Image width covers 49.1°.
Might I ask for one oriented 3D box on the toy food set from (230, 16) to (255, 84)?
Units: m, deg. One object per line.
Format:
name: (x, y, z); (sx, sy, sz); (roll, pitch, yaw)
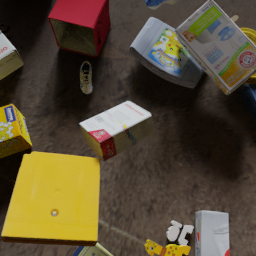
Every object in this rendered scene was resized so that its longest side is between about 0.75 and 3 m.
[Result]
toy food set: (4.253, -2.747, 10.482); (1.628, 0.904, 2.768); (-39, 77, 5)

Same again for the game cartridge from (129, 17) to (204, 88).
game cartridge: (1.596, -2.785, 10.566); (2.856, 0.578, 1.904); (30, 75, 2)

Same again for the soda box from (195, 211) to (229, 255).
soda box: (2.427, 3.698, 8.115); (0.833, 0.774, 2.441); (6, 69, 2)

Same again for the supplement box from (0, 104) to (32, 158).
supplement box: (-4.522, 0.297, 9.198); (2.205, 1.208, 1.200); (-20, 70, -8)

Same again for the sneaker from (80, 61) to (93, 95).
sneaker: (-1.568, -1.881, 10.445); (0.483, 0.487, 1.343); (-6, 70, -3)

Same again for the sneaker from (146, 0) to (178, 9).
sneaker: (0.854, -4.502, 9.103); (1.090, 1.959, 0.752); (29, 97, -28)

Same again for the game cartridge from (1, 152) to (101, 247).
game cartridge: (-1.478, 1.411, 5.881); (1.754, 0.323, 1.989); (8, 44, -10)

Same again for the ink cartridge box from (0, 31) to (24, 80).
ink cartridge box: (-5.439, -2.962, 10.559); (1.805, 1.023, 2.462); (-37, 73, -13)

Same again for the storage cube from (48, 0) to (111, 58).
storage cube: (-1.715, -4.035, 10.644); (1.957, 1.672, 1.759); (15, 68, 6)

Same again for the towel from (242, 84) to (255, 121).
towel: (5.514, -1.159, 10.095); (2.532, 0.614, 1.413); (-13, 69, -4)

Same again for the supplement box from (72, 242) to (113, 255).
supplement box: (-0.836, 3.883, 7.677); (1.459, 1.457, 0.979); (35, 73, 12)

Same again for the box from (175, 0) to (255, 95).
box: (3.083, -2.629, 9.452); (1.539, 1.387, 2.736); (-40, 82, 13)

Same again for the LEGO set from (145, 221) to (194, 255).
LEGO set: (0.874, 3.818, 7.929); (1.150, 1.069, 2.803); (26, 70, 9)

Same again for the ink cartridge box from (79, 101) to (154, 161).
ink cartridge box: (-0.275, 0.027, 7.262); (1.561, 0.646, 1.138); (-27, 36, -22)
